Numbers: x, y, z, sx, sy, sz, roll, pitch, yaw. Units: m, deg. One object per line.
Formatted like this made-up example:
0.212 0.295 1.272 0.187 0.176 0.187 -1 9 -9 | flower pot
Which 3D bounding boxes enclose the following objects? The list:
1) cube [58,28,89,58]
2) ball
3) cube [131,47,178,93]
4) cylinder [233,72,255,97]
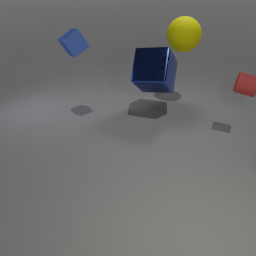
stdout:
-1.912 -2.988 9.819 0.700 0.700 0.700 -42 34 -8 | cube
2.296 -3.838 11.500 1.400 1.400 1.400 0 28 0 | ball
1.080 -2.280 11.199 1.400 1.400 1.400 5 -8 23 | cube
3.995 -1.463 9.423 0.700 0.700 0.700 19 32 12 | cylinder
